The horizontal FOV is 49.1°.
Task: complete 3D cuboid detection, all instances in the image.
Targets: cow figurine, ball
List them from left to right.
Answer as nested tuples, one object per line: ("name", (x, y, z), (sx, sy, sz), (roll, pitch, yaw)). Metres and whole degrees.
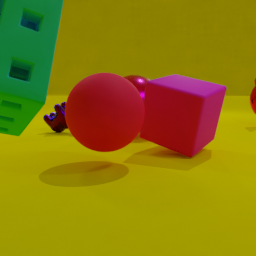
("cow figurine", (-1.481, -0.137, 7.013), (1.072, 1.055, 0.589), (-37, 0, 26))
("ball", (-0.313, -0.210, 3.849), (1.082, 1.082, 1.082), (0, 7, 0))
("ball", (0.127, -0.550, 6.545), (1.362, 1.362, 1.362), (0, 7, 0))

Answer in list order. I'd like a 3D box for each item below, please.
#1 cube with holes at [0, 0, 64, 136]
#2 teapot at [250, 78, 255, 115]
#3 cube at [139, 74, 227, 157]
("cube with holes", (-1.039, -0.569, 1.834), (0.936, 0.936, 0.936), (13, -19, -26))
("teapot", (4.242, -0.892, 8.137), (1.277, 2.053, 1.005), (-36, 2, -10))
("cube", (0.924, -0.266, 4.770), (1.012, 1.012, 1.012), (21, 27, 31))
